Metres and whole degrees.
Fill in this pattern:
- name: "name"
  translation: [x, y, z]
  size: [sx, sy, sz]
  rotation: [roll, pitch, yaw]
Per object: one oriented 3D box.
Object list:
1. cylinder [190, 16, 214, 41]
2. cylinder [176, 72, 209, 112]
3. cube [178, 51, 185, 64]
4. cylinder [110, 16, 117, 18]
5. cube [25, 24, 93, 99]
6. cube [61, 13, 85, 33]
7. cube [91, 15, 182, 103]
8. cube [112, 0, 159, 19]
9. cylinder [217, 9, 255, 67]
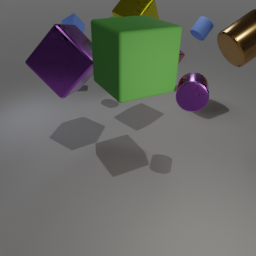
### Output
- name: "cylinder"
  translation: [3.075, -4.137, 11.664]
  size: [0.700, 0.700, 0.700]
  rotation: [35, 4, -3]
- name: "cylinder"
  translation: [1.445, -0.810, 6.263]
  size: [0.700, 0.700, 0.700]
  rotation: [7, 29, 11]
- name: "cube"
  translation: [0.781, -2.327, 9.524]
  size: [1.400, 1.400, 1.400]
  rotation: [45, 33, 15]
- name: "cylinder"
  translation: [-0.524, -3.435, 9.837]
  size: [0.700, 0.700, 0.700]
  rotation: [-18, -2, -27]
- name: "cube"
  translation: [-1.683, -1.906, 7.916]
  size: [1.400, 1.400, 1.400]
  rotation: [45, 21, -6]
- name: "cube"
  translation: [-2.300, -4.176, 11.684]
  size: [0.700, 0.700, 0.700]
  rotation: [-17, 57, 28]
- name: "cube"
  translation: [0.126, -1.549, 6.042]
  size: [1.400, 1.400, 1.400]
  rotation: [-15, 35, -24]
- name: "cube"
  translation: [0.376, -5.108, 12.686]
  size: [1.400, 1.400, 1.400]
  rotation: [34, 85, 22]
- name: "cylinder"
  translation: [4.046, -3.050, 9.579]
  size: [1.400, 1.400, 1.400]
  rotation: [-35, 36, 0]
